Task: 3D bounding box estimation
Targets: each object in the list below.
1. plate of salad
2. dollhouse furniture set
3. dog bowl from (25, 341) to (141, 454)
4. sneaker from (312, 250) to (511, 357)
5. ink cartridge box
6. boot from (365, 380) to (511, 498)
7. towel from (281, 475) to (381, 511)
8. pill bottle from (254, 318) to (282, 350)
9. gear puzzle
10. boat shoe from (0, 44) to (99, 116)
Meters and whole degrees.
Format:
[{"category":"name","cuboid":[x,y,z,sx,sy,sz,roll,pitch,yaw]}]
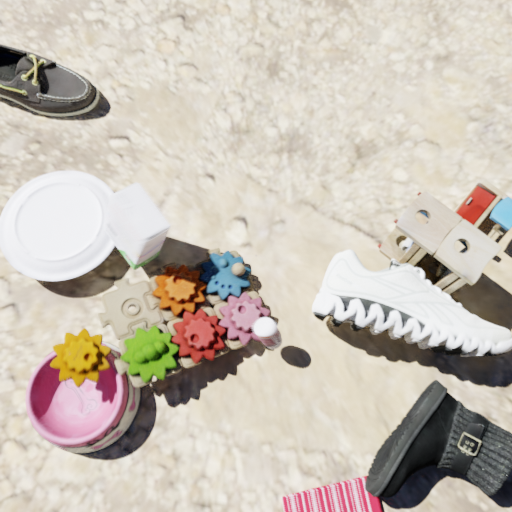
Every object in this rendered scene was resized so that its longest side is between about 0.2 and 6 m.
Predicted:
[{"category":"plate of salad","cuboid":[-3.524,-0.540,10.173,2.202,0.529,2.202,0,67,-1]},{"category":"dollhouse furniture set","cuboid":[3.481,-0.650,9.663,1.554,1.563,2.218,40,79,11]},{"category":"dog bowl","cuboid":[-2.906,2.291,9.262,1.889,0.696,1.889,0,74,0]},{"category":"sneaker","cuboid":[2.685,0.829,9.330,3.345,1.257,1.356,16,78,0]},{"category":"ink cartridge box","cuboid":[-2.024,-0.471,9.394,0.555,1.321,0.957,-34,83,-28]},{"category":"boot","cuboid":[2.961,3.275,8.838,1.686,0.848,2.255,40,73,10]},{"category":"towel","cuboid":[1.280,4.251,8.965,1.573,0.177,1.137,-12,74,-3]},{"category":"pill bottle","cuboid":[0.212,1.288,9.198,0.343,0.601,0.343,-10,55,14]},{"category":"gear puzzle","cuboid":[-1.594,1.052,9.287,3.658,0.479,1.895,-19,72,-19]},{"category":"boat shoe","cuboid":[-4.487,-3.467,10.854,2.817,0.848,1.004,14,74,4]}]
